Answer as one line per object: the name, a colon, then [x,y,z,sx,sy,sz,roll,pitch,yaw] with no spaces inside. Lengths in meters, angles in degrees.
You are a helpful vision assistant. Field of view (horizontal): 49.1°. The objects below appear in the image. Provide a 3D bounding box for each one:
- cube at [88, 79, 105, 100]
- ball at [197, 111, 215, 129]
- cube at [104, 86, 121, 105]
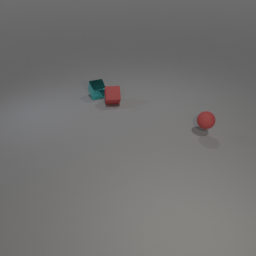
cube: [-1.556,-1.940,14.114,0.700,0.700,0.700,-14,60,-22]
ball: [3.037,-0.303,10.893,0.700,0.700,0.700,0,31,0]
cube: [-0.746,-1.567,13.430,0.700,0.700,0.700,-4,-11,-8]
